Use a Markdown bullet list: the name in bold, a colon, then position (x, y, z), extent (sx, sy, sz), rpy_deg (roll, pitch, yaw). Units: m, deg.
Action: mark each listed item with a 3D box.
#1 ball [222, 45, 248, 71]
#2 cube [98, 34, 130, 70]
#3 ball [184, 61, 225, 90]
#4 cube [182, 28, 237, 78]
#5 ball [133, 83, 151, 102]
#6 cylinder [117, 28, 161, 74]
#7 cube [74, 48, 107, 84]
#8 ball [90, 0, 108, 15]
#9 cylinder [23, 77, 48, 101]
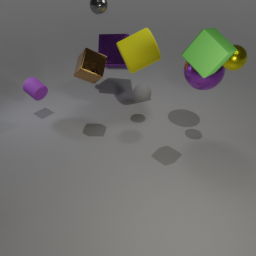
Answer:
- **ball**: position (2.903, -1.927, 7.692), extent (0.700, 0.700, 0.700), rpy_deg (0, 32, 0)
- **cube**: position (-0.511, -3.552, 13.193), extent (1.400, 1.400, 1.400), rpy_deg (4, 5, 16)
- **ball**: position (2.656, -2.022, 9.780), extent (1.400, 1.400, 1.400), rpy_deg (0, 32, 0)
- **cube**: position (1.707, -1.587, 5.887), extent (0.700, 0.700, 0.700), rpy_deg (49, 39, 10)
- **ball**: position (0.551, -1.362, 10.784), extent (0.700, 0.700, 0.700), rpy_deg (0, 32, 0)
- **cylinder**: position (0.444, -3.175, 11.581), extent (1.400, 1.400, 1.400), rpy_deg (-26, 34, 4)
- **cube**: position (-1.129, -1.840, 8.381), extent (0.700, 0.700, 0.700), rpy_deg (18, -17, -25)
- **ball**: position (-1.146, -4.811, 10.951), extent (0.700, 0.700, 0.700), rpy_deg (0, 32, 0)
- **cylinder**: position (-3.707, -1.566, 11.226), extent (0.700, 0.700, 0.700), rpy_deg (37, 44, 17)
